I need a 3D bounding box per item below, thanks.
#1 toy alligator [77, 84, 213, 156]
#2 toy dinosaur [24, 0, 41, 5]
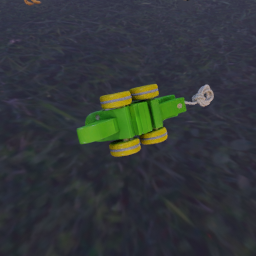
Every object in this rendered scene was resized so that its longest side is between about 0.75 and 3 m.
[{"bbox_3d":[0.271,-0.231,4.339,2.784,0.826,0.755,-20,12,-40],"label":"toy alligator"},{"bbox_3d":[-2.859,-4.052,8.030,1.696,0.901,0.512,-9,14,-32],"label":"toy dinosaur"}]
